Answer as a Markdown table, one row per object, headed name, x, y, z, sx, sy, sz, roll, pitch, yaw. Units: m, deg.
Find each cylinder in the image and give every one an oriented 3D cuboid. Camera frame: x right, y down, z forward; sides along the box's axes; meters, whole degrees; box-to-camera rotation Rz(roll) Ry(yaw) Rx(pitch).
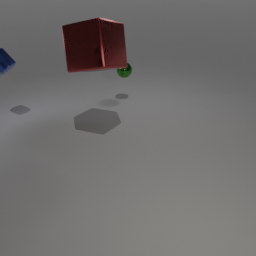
| name | x | y | z | sx | sy | sz | roll | pitch | yaw |
| --- | --- | --- | --- | --- | --- | --- | --- | --- | --- |
| cylinder | -4.667 | -2.471 | 10.383 | 0.700 | 0.700 | 0.700 | -37 | 16 | 12 |

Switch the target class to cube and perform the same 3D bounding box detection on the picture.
| name | x | y | z | sx | sy | sz | roll | pitch | yaw |
| --- | --- | --- | --- | --- | --- | --- | --- | --- | --- |
| cube | -0.997 | -2.508 | 8.721 | 1.400 | 1.400 | 1.400 | 1 | 12 | 29 |

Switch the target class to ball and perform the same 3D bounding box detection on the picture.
| name | x | y | z | sx | sy | sz | roll | pitch | yaw |
| --- | --- | --- | --- | --- | --- | --- | --- | --- | --- |
| ball | -0.166 | -2.620 | 12.658 | 0.700 | 0.700 | 0.700 | 0 | 29 | 0 |
